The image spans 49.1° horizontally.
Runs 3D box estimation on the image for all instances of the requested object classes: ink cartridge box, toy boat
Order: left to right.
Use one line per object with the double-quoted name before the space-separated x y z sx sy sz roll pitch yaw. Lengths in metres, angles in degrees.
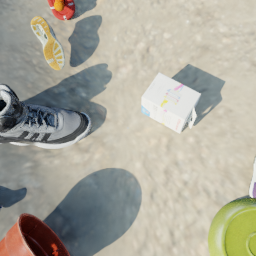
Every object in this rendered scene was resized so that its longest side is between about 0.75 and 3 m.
"toy boat" -2.022 -3.715 8.300 0.755 1.156 0.756 -10 52 6
"ink cartridge box" 1.145 -0.588 7.190 1.382 0.889 0.866 30 72 13

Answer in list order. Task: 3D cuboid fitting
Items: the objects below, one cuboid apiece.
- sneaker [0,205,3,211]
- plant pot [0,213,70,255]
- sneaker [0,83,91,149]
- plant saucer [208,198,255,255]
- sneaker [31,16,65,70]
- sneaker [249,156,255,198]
"sneaker" -3.184 1.729 6.509 0.416 0.269 0.767 -26 48 -9
"plant pot" -2.199 2.873 5.515 1.617 1.663 1.663 -41 74 -7
"sneaker" -2.291 -0.225 6.571 2.856 1.625 1.078 0 69 -9
"plant saucer" 2.873 2.606 6.165 2.136 0.332 2.136 -1 67 2
"sneaker" -2.097 -2.337 7.736 0.560 0.649 1.481 -20 104 5
"sneaker" 3.257 1.096 6.582 0.452 0.522 1.193 14 85 -39
